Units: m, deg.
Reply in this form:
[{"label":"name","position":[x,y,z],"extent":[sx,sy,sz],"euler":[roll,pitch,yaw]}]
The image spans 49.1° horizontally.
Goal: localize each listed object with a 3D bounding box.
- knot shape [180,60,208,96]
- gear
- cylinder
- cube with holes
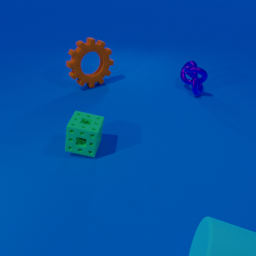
[{"label":"knot shape","position":[2.299,-1.873,10.001],"extent":[0.607,1.313,1.229],"euler":[-26,49,-3]},{"label":"gear","position":[-1.365,-2.368,10.249],"extent":[1.733,1.733,0.320],"euler":[-20,34,-25]},{"label":"cylinder","position":[1.684,2.199,4.434],"extent":[1.222,1.222,1.222],"euler":[17,39,7]},{"label":"cube with holes","position":[-1.161,0.154,7.554],"extent":[0.810,0.810,0.810],"euler":[12,33,1]}]
